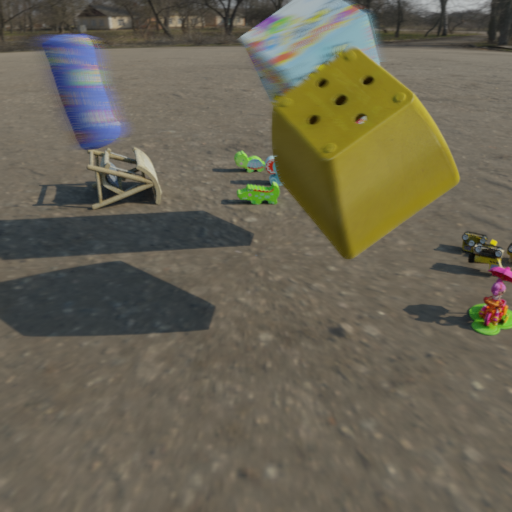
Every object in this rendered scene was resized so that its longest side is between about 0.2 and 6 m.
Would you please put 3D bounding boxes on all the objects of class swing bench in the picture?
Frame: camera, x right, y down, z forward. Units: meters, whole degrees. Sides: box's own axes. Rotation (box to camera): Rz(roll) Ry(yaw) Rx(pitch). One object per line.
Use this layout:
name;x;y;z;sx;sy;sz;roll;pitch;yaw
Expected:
swing bench;-3.080;-1.872;13.074;1.587;1.030;1.579;-6;26;-14

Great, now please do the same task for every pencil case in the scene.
pencil case;-2.672;-2.552;8.762;0.766;1.764;0.688;-33;33;-32

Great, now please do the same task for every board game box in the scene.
board game box;1.179;-2.657;9.432;1.509;2.877;1.482;-35;49;-1

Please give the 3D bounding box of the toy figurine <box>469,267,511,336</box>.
toy figurine;3.493;0.588;8.169;0.693;0.850;0.923;19;32;34

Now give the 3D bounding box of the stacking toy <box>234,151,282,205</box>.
stacking toy;1.290;-2.181;13.913;3.697;0.869;2.787;-3;26;-4

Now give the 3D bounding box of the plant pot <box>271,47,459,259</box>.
plant pot;1.213;-1.424;7.064;1.842;1.625;1.842;-36;56;1

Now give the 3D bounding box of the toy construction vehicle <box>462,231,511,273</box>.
toy construction vehicle;4.282;0.004;9.961;1.323;0.466;1.152;14;18;22
